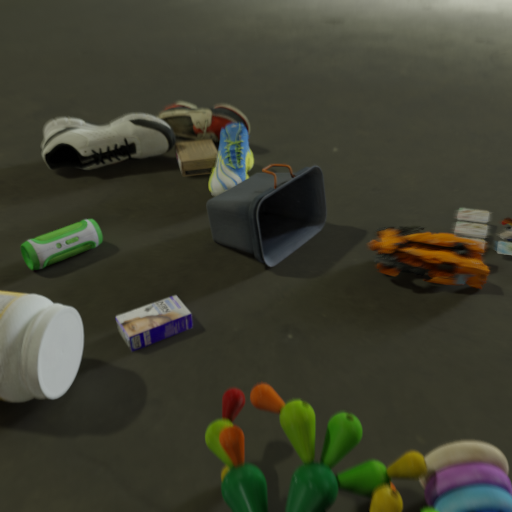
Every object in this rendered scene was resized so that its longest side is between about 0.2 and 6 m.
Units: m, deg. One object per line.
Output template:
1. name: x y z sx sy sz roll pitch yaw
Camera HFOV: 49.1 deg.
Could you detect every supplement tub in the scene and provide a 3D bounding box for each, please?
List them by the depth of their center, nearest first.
1. supplement tub: -3.285 1.098 7.031 1.843 1.340 1.340 6 33 8

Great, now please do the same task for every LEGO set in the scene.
1. LEGO set: 4.561 -0.307 10.305 1.738 0.427 1.298 8 42 21

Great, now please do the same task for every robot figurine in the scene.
1. robot figurine: 2.849 0.017 9.425 1.895 0.552 1.374 8 34 11

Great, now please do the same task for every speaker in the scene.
1. speaker: -3.384 -0.208 9.790 1.298 0.574 0.574 -26 41 -34

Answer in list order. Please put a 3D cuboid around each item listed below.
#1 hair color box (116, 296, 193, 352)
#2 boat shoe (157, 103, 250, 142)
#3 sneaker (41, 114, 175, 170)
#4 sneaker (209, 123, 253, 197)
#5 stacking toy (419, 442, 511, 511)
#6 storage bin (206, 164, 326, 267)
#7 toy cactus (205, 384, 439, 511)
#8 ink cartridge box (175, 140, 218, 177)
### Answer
1. hair color box: -1.484 0.971 8.181 0.974 0.316 0.533 -21 39 -26
2. boat shoe: -1.395 -3.360 14.350 2.694 0.959 0.843 18 41 30
3. sneaker: -3.453 -2.499 13.075 3.147 1.160 1.259 -4 45 2
4. sneaker: -0.603 -2.153 12.165 0.873 1.210 2.305 -4 30 8
5. stacking toy: 2.100 2.798 4.994 0.891 0.891 2.088 0 40 0
6. storage bin: 0.127 -0.915 10.227 1.396 1.513 2.079 11 33 35
7. toy cactus: 0.371 2.475 5.313 2.648 1.354 2.185 21 57 24
8. ink cartridge box: -1.381 -2.306 13.162 0.917 0.418 1.113 -9 36 -11
